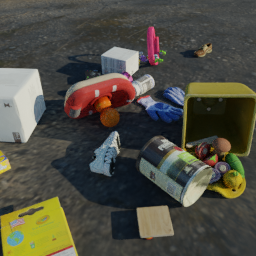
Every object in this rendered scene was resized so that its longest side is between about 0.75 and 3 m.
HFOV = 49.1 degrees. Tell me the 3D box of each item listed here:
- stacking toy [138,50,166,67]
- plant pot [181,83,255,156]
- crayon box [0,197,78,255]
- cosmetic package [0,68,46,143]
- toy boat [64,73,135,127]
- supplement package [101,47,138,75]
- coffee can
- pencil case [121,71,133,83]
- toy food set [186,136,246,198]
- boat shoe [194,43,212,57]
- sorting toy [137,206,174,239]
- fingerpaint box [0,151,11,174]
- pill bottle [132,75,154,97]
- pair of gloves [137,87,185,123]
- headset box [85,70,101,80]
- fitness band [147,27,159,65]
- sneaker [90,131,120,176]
[{"bbox_3d":[1.241,-3.970,16.047,1.742,0.409,1.313,0,36,18],"label":"stacking toy"},{"bbox_3d":[3.114,-0.576,10.209,2.283,2.298,2.351,1,28,9],"label":"plant pot"},{"bbox_3d":[-2.100,2.969,6.745,1.586,0.635,2.499,-15,40,-19],"label":"crayon box"},{"bbox_3d":[-4.634,-0.938,10.857,1.964,1.962,2.381,3,36,4],"label":"cosmetic package"},{"bbox_3d":[-0.970,-0.918,11.347,2.958,1.930,1.933,-22,72,-26],"label":"toy boat"},{"bbox_3d":[-0.417,-3.476,14.976,1.500,1.103,1.434,18,40,22],"label":"supplement package"},{"bbox_3d":[1.359,1.255,8.433,1.359,1.359,1.857,-29,46,-33],"label":"coffee can"},{"bbox_3d":[-0.821,-2.110,13.382,1.993,0.904,0.933,-19,72,-24],"label":"pencil case"},{"bbox_3d":[2.880,0.993,8.982,1.451,0.806,2.467,-8,47,-11],"label":"toy food set"},{"bbox_3d":[4.617,-4.841,17.234,0.607,0.592,1.604,29,46,33],"label":"boat shoe"},{"bbox_3d":[0.706,2.575,7.548,0.868,0.304,0.873,-3,38,-4],"label":"sorting toy"},{"bbox_3d":[-4.724,1.226,9.224,1.263,0.463,1.054,-30,45,-33],"label":"fingerpaint box"},{"bbox_3d":[0.596,-1.987,13.307,0.735,0.735,1.292,27,45,32],"label":"pill bottle"},{"bbox_3d":[1.985,-1.123,12.498,2.884,0.329,2.319,-23,43,-27],"label":"pair of gloves"},{"bbox_3d":[-1.767,-2.562,14.323,0.809,0.431,0.929,-6,37,-8],"label":"headset box"},{"bbox_3d":[1.391,-4.580,15.719,0.387,2.070,1.486,-1,13,20],"label":"fitness band"},{"bbox_3d":[-0.756,0.790,9.660,0.812,0.753,2.003,-1,35,13],"label":"sneaker"}]
